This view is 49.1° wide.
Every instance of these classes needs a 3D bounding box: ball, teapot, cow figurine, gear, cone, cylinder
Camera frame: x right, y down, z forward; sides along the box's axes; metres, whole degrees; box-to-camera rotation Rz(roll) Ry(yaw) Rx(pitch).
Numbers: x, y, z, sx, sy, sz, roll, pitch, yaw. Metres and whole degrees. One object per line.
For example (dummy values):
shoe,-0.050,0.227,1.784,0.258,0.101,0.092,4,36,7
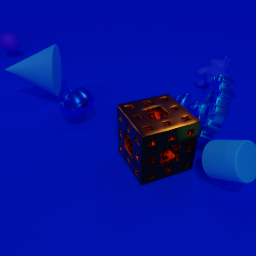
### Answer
ball,-4.813,-3.482,11.404,0.761,0.761,0.761,0,35,0
teapot,-1.404,-0.762,7.623,0.997,0.785,1.603,-25,12,21
cow figurine,1.335,-0.322,7.340,1.210,0.675,1.230,-54,15,-8
cow figurine,2.974,-1.754,9.195,1.438,0.802,1.462,-19,36,-8
gear,1.934,-0.443,6.441,0.290,1.568,1.568,20,37,-1
cone,-2.874,-1.720,8.331,1.522,1.517,1.517,0,35,-4
cylinder,1.987,0.625,5.427,0.786,0.786,0.786,-26,13,-32

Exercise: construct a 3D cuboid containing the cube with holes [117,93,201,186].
cube with holes,0.590,0.201,6.067,1.269,1.269,1.269,-14,37,-19
